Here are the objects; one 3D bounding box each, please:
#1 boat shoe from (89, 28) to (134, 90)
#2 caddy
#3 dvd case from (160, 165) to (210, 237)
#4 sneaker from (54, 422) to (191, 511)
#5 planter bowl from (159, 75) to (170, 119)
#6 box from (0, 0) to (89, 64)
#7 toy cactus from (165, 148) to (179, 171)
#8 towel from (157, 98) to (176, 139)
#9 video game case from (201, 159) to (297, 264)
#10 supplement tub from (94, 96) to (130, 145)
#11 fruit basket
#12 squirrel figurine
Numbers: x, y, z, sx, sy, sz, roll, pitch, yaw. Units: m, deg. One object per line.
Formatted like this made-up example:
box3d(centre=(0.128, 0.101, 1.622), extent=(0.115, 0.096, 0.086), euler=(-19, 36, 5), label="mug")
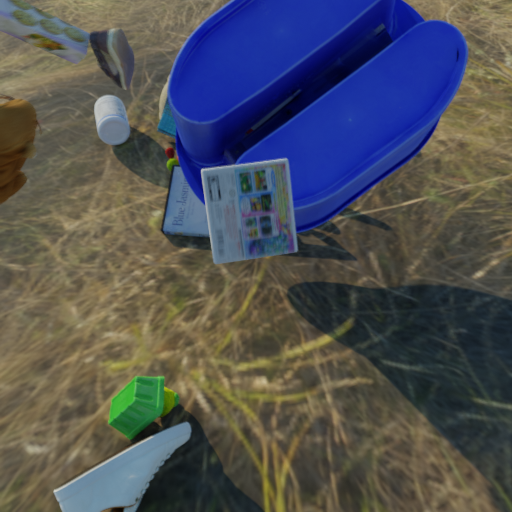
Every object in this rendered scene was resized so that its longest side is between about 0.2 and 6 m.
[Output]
box3d(centre=(-2.342, -3.226, 9.150), extent=(0.527, 1.626, 0.585), euler=(11, 85, -3), label="boat shoe")
box3d(centre=(0.980, -2.744, 9.891), extent=(5.325, 2.795, 3.764), euler=(-36, 88, 1), label="caddy")
box3d(centre=(-0.747, -1.070, 11.107), extent=(2.098, 0.184, 1.497), euler=(4, 70, 5), label="dvd case")
box3d(centre=(-1.581, 2.879, 7.289), extent=(1.881, 0.685, 0.796), euler=(-24, 81, -32), label="sneaker")
box3d(centre=(-1.669, -3.949, 13.895), extent=(1.572, 1.058, 1.572), euler=(0, 45, 0), label="planter bowl")
box3d(centre=(-3.466, -3.458, 8.210), extent=(2.012, 0.389, 0.417), euler=(17, 69, -38), label="box")
box3d(centre=(-0.884, -1.744, 11.870), extent=(2.114, 1.081, 1.745), euler=(0, 63, -4), label="toy cactus")
box3d(centre=(-1.170, -3.278, 12.875), extent=(2.229, 1.634, 0.242), euler=(26, 15, 20), label="towel")
box3d(centre=(-0.063, -0.490, 6.210), extent=(0.961, 1.055, 0.125), euler=(-9, 12, -8), label="video game case")
box3d(centre=(-3.445, -3.238, 13.373), extent=(0.755, 0.755, 1.144), euler=(-11, 44, -12), label="supplement tub")
box3d(centre=(-1.498, 2.126, 7.910), extent=(0.964, 0.964, 0.695), euler=(-3, 44, -3), label="fruit basket")
box3d(centre=(-3.040, -1.027, 6.078), extent=(1.526, 1.157, 1.635), euler=(-16, 32, 40), label="squirrel figurine")
